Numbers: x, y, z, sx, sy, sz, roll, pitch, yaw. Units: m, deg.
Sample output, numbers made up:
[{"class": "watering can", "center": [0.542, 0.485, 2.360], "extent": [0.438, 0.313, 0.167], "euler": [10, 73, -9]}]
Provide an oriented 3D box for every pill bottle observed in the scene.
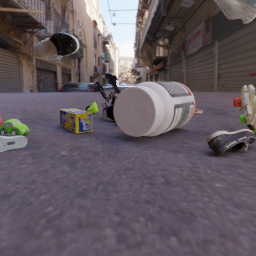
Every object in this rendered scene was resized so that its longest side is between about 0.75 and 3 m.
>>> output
[{"class": "pill bottle", "center": [0.850, -0.605, 8.433], "extent": [1.572, 1.572, 2.760], "euler": [6, 10, 31]}]

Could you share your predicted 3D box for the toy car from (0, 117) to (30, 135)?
[{"class": "toy car", "center": [-3.951, -0.062, 8.532], "extent": [1.989, 0.471, 2.113], "euler": [2, 10, 12]}]

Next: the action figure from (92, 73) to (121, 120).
[{"class": "action figure", "center": [-0.492, -1.026, 11.912], "extent": [1.576, 1.353, 2.652], "euler": [-26, -35, 7]}]

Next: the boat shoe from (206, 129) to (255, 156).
[{"class": "boat shoe", "center": [2.435, 0.378, 6.375], "extent": [1.584, 0.575, 0.497], "euler": [0, 50, -35]}]

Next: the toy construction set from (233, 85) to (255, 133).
[{"class": "toy construction set", "center": [4.445, -0.344, 8.067], "extent": [2.998, 1.381, 1.966], "euler": [12, 11, 6]}]

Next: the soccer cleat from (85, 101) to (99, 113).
[{"class": "soccer cleat", "center": [-1.912, -1.062, 14.716], "extent": [0.678, 0.565, 1.673], "euler": [-16, 11, -7]}]

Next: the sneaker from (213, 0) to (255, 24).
[{"class": "sneaker", "center": [3.260, -3.928, 9.002], "extent": [1.943, 0.683, 0.778], "euler": [23, -33, -3]}]

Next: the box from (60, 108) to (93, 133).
[{"class": "box", "center": [-1.767, -0.277, 9.358], "extent": [0.581, 0.634, 1.809], "euler": [-5, 10, -28]}]

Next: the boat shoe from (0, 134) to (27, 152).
[{"class": "boat shoe", "center": [-2.935, 0.338, 6.478], "extent": [0.493, 0.384, 1.086], "euler": [6, 4, 36]}]

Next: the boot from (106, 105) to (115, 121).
[{"class": "boot", "center": [-0.288, -0.512, 10.671], "extent": [1.811, 0.681, 1.354], "euler": [5, 11, 26]}]

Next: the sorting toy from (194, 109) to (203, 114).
[{"class": "sorting toy", "center": [2.944, -0.973, 14.871], "extent": [1.354, 0.270, 1.832], "euler": [-3, 10, -15]}]

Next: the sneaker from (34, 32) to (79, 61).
[{"class": "sneaker", "center": [-1.748, -2.063, 7.129], "extent": [1.645, 0.591, 0.596], "euler": [5, 15, 42]}]
